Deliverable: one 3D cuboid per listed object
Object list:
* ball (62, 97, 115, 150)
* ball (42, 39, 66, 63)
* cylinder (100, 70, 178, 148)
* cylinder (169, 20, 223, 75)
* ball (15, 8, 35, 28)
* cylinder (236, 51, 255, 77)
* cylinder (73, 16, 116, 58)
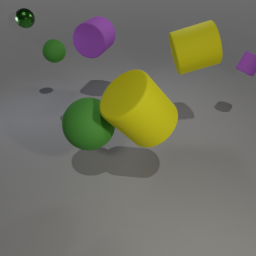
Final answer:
[{"bbox_3d":[-1.033,-0.107,7.417,1.400,1.400,1.400,0,32,0],"label":"ball"},{"bbox_3d":[-2.268,-2.361,8.598,0.700,0.700,0.700,0,32,0],"label":"ball"},{"bbox_3d":[0.276,-0.440,6.782,1.400,1.400,1.400,-23,47,28],"label":"cylinder"},{"bbox_3d":[2.179,-2.612,9.166,1.400,1.400,1.400,-15,31,7],"label":"cylinder"},{"bbox_3d":[-3.846,-4.102,10.475,0.700,0.700,0.700,0,32,0],"label":"ball"},{"bbox_3d":[4.465,-2.361,10.307,0.700,0.700,0.700,23,22,-10],"label":"cylinder"},{"bbox_3d":[-1.376,-3.781,11.638,1.400,1.400,1.400,8,33,13],"label":"cylinder"}]
